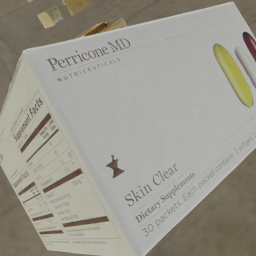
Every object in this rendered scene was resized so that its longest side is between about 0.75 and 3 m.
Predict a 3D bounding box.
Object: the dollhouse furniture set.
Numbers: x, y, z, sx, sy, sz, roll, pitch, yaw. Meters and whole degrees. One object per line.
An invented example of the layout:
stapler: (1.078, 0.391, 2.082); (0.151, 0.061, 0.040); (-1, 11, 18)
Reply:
dollhouse furniture set: (-0.506, -1.391, 3.138); (0.874, 0.951, 0.619); (-42, 31, -20)

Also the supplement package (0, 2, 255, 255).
supplement package: (0.167, -0.033, 3.628); (2.996, 2.334, 1.661); (-29, 87, -36)
